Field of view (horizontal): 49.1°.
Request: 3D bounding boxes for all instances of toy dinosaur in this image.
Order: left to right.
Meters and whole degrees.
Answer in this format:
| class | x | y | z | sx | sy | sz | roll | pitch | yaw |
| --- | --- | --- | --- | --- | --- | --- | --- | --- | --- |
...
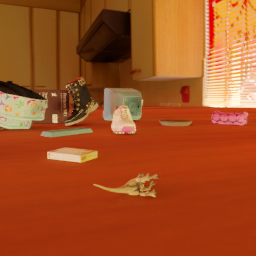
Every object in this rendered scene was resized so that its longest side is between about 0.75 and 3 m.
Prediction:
| class | x | y | z | sx | sy | sz | roll | pitch | yaw |
| --- | --- | --- | --- | --- | --- | --- | --- | --- | --- |
| toy dinosaur | 0.060 | 0.686 | 3.220 | 0.489 | 0.281 | 0.967 | -14 | -9 | 28 |

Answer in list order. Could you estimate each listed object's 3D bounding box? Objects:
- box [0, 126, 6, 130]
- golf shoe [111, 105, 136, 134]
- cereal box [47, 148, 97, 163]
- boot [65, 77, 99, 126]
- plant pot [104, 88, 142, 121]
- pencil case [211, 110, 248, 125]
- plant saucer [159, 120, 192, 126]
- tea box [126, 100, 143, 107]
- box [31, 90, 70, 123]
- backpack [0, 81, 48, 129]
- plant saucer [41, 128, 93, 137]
| class | x | y | z | sx | sy | sz | roll | pitch | yaw |
| --- | --- | --- | --- | --- | --- | --- | --- | --- | --- |
| box | -5.580 | -0.057 | 10.750 | 1.713 | 0.182 | 1.400 | 0 | 6 | -1 |
| golf shoe | -0.201 | -0.298 | 9.506 | 0.768 | 0.934 | 2.040 | 0 | 7 | -13 |
| cereal box | -1.032 | 0.497 | 5.232 | 0.764 | 0.151 | 0.550 | 3 | 6 | 26 |
| boot | -2.280 | -1.187 | 12.343 | 0.790 | 1.626 | 2.160 | -5 | 26 | 38 |
| plant pot | -0.140 | -1.195 | 14.898 | 1.771 | 1.766 | 1.804 | -3 | 11 | -25 |
| pencil case | 4.606 | -0.491 | 12.729 | 1.521 | 0.690 | 0.712 | 9 | 50 | 45 |
| plant saucer | 2.112 | -0.236 | 12.452 | 1.464 | 0.216 | 1.464 | -1 | 5 | 0 |
| tea box | -0.070 | -1.457 | 17.924 | 1.795 | 1.219 | 1.824 | 14 | 5 | -3 |
| box | -3.894 | -1.085 | 13.901 | 1.948 | 1.616 | 1.599 | -1 | 6 | -12 |
| backpack | -4.249 | -0.859 | 10.541 | 2.249 | 1.693 | 1.997 | 15 | 7 | 28 |
| plant saucer | -1.954 | 0.124 | 9.118 | 0.594 | 0.161 | 1.698 | 5 | 7 | 39 |
